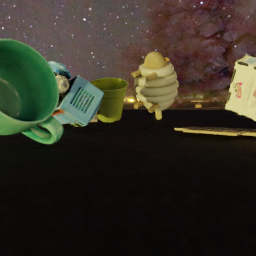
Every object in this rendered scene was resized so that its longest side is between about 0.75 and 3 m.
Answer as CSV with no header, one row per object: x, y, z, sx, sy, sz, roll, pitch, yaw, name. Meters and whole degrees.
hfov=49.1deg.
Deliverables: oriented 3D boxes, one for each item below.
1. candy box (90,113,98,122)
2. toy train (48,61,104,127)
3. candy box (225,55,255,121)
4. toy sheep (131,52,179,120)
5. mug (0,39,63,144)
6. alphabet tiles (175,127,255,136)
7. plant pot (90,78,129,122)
-2.148,-0.468,10.259,1.082,0.524,1.854,6,6,40,candy box
-1.745,-0.714,7.107,1.506,1.143,2.636,35,-18,-22,toy train
2.697,-0.599,5.154,1.563,1.066,0.477,29,45,33,candy box
1.134,-1.684,11.626,2.055,2.980,2.055,-2,32,2,toy sheep
-1.695,-0.389,3.965,0.901,1.457,1.197,-20,-7,38,mug
2.043,0.060,6.011,1.687,0.064,2.028,4,4,33,alphabet tiles
-0.594,-0.855,8.949,1.247,1.184,1.247,0,28,0,plant pot
